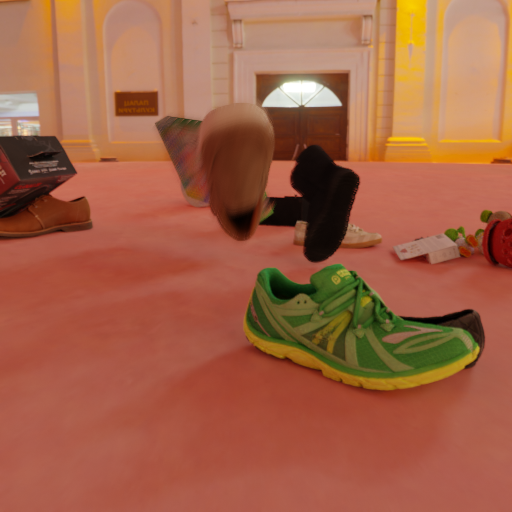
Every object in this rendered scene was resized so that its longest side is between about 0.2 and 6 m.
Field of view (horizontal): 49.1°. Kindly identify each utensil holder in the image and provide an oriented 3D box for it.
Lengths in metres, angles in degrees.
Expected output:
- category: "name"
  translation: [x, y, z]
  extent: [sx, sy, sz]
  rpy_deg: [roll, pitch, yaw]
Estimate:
- category: "utensil holder"
  translation: [-1.484, -2.460, 19.124]
  extent: [1.503, 1.503, 1.768]
  rpy_deg: [8, 16, 31]

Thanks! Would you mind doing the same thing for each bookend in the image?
- category: "bookend"
  translation: [0.643, -1.337, 15.591]
  extent: [1.693, 0.785, 1.703]
  rpy_deg: [4, 13, 17]

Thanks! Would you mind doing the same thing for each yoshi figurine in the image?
- category: "yoshi figurine"
  translation: [4.135, -0.313, 11.521]
  extent: [0.573, 0.571, 1.019]
  rpy_deg: [-6, 9, 2]

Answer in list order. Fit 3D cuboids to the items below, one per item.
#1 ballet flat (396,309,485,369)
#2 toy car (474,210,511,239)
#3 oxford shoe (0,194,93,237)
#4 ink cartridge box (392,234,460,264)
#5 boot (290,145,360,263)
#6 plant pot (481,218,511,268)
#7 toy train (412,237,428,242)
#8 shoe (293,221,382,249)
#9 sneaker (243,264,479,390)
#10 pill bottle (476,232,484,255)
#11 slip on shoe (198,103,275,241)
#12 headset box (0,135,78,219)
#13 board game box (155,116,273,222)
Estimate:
- category: "ballet flat"
  translation: [1.453, 0.733, 6.434]
  extent: [2.269, 0.644, 0.754]
  rpy_deg: [8, 15, 33]
- category: "toy car"
  translation: [5.440, -0.525, 12.118]
  extent: [1.044, 0.824, 0.858]
  rpy_deg: [5, 13, -37]
- category: "oxford shoe"
  translation: [-5.350, -0.997, 13.664]
  extent: [0.984, 0.983, 2.759]
  rpy_deg: [13, 19, 41]
- category: "ink cartridge box"
  translation: [3.335, -0.085, 11.102]
  extent: [1.075, 0.270, 1.239]
  rpy_deg: [-17, 10, 10]
- category: "boot"
  translation: [1.136, -1.019, 10.631]
  extent: [0.723, 1.894, 1.591]
  rpy_deg: [7, 23, -26]
- category: "plant pot"
  translation: [4.710, -0.237, 10.219]
  extent: [0.976, 0.976, 0.888]
  rpy_deg: [-11, 10, -40]
- category: "toy train"
  translation: [3.688, -0.301, 12.194]
  extent: [0.584, 0.249, 0.333]
  rpy_deg: [-6, 1, -17]
- category: "shoe"
  translation: [1.781, -0.477, 12.263]
  extent: [1.940, 0.518, 0.678]
  rpy_deg: [1, 12, 7]
- category: "sneaker"
  translation: [0.922, 0.658, 5.771]
  extent: [2.575, 1.076, 0.954]
  rpy_deg: [9, 14, 33]
- category: "pill bottle"
  translation: [4.719, -0.227, 11.385]
  extent: [0.413, 0.413, 0.743]
  rpy_deg: [3, 13, 13]
- category: "slip on shoe"
  translation: [-0.290, -1.173, 8.709]
  extent: [1.162, 0.926, 3.057]
  rpy_deg: [-11, -20, -12]
- category: "headset box"
  translation: [-5.970, -1.729, 13.222]
  extent: [3.101, 1.163, 2.305]
  rpy_deg: [-30, 3, 18]
- category: "board game box"
  translation: [-0.991, -2.004, 12.466]
  extent: [0.441, 2.039, 3.030]
  rpy_deg: [-36, 34, -24]
